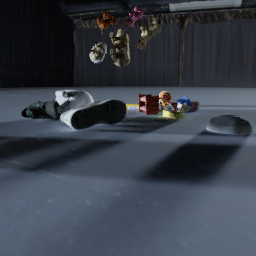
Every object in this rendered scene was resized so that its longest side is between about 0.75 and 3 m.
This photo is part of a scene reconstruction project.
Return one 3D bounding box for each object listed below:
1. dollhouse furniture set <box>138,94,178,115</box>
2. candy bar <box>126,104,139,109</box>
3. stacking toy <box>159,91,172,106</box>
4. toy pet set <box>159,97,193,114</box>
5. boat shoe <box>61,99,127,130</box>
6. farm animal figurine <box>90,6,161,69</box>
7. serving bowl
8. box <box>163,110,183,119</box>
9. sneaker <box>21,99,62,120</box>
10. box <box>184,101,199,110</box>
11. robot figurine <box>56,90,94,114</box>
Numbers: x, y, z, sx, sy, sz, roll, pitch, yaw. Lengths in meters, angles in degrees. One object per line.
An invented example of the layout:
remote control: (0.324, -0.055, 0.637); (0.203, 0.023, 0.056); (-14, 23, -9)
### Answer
dollhouse furniture set: (1.937, -1.391, 15.774); (2.534, 1.030, 1.363); (-3, 11, -17)
candy bar: (0.558, -1.273, 16.876); (1.817, 0.453, 0.201); (7, 54, 32)
stacking toy: (2.438, -1.921, 19.574); (0.978, 0.978, 1.338); (5, 28, 23)
toy pet set: (2.805, -1.419, 15.554); (1.588, 0.843, 1.483); (12, 14, -20)
boat shoe: (-1.307, -0.618, 11.707); (3.007, 1.108, 0.964); (-19, 25, -40)
farm animal figurine: (-0.057, -3.010, 9.621); (2.123, 2.099, 1.107); (14, -9, 13)
serving bowl: (3.894, -0.191, 10.781); (1.682, 0.553, 1.682); (0, 11, 0)
box: (2.241, -0.678, 13.981); (0.471, 0.313, 1.251); (-5, 13, -22)
sneaker: (-4.049, -0.728, 13.138); (2.638, 0.995, 1.046); (0, 19, 46)
box: (3.874, -1.366, 17.040); (0.805, 0.515, 0.439); (-1, 11, -4)
robot figurine: (-2.601, -1.158, 13.608); (2.425, 1.370, 2.057); (11, -18, 45)
